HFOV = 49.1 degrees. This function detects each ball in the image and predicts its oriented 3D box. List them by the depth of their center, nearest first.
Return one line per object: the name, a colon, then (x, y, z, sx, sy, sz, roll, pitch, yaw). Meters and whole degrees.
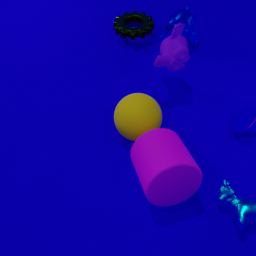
ball: (0.277, -0.300, 7.786, 1.329, 1.329, 1.329, 0, 66, 0)

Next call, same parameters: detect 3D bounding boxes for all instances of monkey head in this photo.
monkey head: (1.167, -2.161, 7.990, 1.114, 1.549, 0.933, -10, 64, -22)
monkey head: (1.847, -3.354, 9.437, 1.641, 1.180, 0.989, -50, 46, -4)

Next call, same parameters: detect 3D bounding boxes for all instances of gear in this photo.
gear: (0.197, -3.541, 9.614, 1.367, 0.253, 1.367, -1, 52, 1)

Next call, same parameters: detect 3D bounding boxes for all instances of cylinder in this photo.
cylinder: (0.899, 0.949, 6.925, 1.396, 1.396, 1.396, -15, 37, -7)

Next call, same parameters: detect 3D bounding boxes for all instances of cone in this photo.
cone: (3.706, -0.027, 8.166, 0.891, 0.888, 0.888, 32, 67, -15)

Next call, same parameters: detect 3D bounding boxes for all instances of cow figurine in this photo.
cow figurine: (2.892, 1.890, 7.049, 1.241, 0.681, 1.221, -8, 58, 12)
